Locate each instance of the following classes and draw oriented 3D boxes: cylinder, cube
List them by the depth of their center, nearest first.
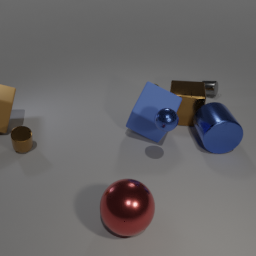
[{"bbox_3d":[-3.737,0.405,9.885,0.700,0.700,0.700,8,51,-10],"label":"cylinder"},{"bbox_3d":[3.235,-0.020,10.192,1.400,1.400,1.400,-2,33,-3],"label":"cylinder"},{"bbox_3d":[0.917,-0.554,10.271,1.400,1.400,1.400,27,65,1],"label":"cube"},{"bbox_3d":[-5.278,-0.844,10.901,1.400,1.400,1.400,12,27,-23],"label":"cube"},{"bbox_3d":[2.435,-1.042,11.713,1.400,1.400,1.400,5,36,9],"label":"cube"},{"bbox_3d":[3.989,-1.964,13.737,0.700,0.700,0.700,7,32,33],"label":"cylinder"}]

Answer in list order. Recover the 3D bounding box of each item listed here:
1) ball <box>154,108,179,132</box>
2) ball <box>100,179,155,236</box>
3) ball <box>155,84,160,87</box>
[{"bbox_3d":[1.125,-0.239,8.194,0.700,0.700,0.700,0,33,0],"label":"ball"},{"bbox_3d":[-0.014,1.992,7.099,1.400,1.400,1.400,0,33,0],"label":"ball"},{"bbox_3d":[1.252,-1.807,13.633,0.700,0.700,0.700,0,33,0],"label":"ball"}]
